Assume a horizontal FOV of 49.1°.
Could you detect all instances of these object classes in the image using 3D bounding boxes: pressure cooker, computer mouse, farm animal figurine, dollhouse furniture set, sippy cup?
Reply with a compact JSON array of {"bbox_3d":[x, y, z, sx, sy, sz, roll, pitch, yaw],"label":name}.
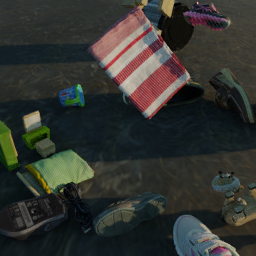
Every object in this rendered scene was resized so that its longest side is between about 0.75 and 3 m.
[{"bbox_3d":[1.721,-5.279,14.332,2.439,2.402,2.731,-37,43,-16],"label":"pressure cooker"},{"bbox_3d":[-1.736,1.854,5.769,1.852,0.488,1.283,-9,38,-28],"label":"computer mouse"},{"bbox_3d":[2.732,1.673,5.705,1.746,0.920,1.765,-8,41,10],"label":"farm animal figurine"},{"bbox_3d":[-2.163,0.540,6.991,1.548,1.186,2.363,-28,43,-35],"label":"dollhouse furniture set"},{"bbox_3d":[-1.994,-1.086,9.846,0.739,0.791,1.008,-10,-10,4],"label":"sippy cup"},{"bbox_3d":[0.266,-4.272,10.429,1.833,2.249,2.139,17,6,34],"label":"dollhouse furniture set"}]

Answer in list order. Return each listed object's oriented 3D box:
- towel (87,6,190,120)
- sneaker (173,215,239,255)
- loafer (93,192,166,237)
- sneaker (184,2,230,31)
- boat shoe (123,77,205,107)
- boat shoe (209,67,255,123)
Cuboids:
[{"bbox_3d":[0.267,-1.202,5.301,1.272,1.766,0.201,-44,17,-8],"label":"towel"},{"bbox_3d":[1.468,2.203,4.850,0.791,0.858,1.945,-14,37,-20],"label":"sneaker"},{"bbox_3d":[0.005,1.758,5.877,1.680,0.604,0.528,-11,19,-28],"label":"loafer"},{"bbox_3d":[2.818,-3.972,9.716,1.784,0.705,0.851,33,85,37],"label":"sneaker"},{"bbox_3d":[1.293,-1.235,9.710,2.940,1.048,0.885,-13,32,-22],"label":"boat shoe"},{"bbox_3d":[3.509,-1.058,9.748,1.003,1.005,2.786,-26,42,16],"label":"boat shoe"}]
